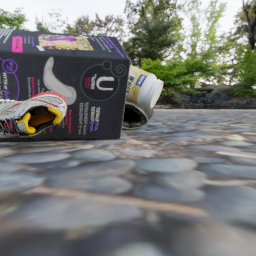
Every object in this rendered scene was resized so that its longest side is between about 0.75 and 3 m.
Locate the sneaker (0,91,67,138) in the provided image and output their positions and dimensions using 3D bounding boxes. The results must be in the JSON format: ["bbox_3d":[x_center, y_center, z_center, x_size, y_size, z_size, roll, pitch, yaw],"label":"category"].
[{"bbox_3d":[-1.801,-0.157,4.544,1.617,0.630,0.664,-19,30,-4],"label":"sneaker"}]

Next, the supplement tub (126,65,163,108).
[{"bbox_3d":[0.299,-1.483,9.825,1.621,1.170,1.170,26,12,14],"label":"supplement tub"}]

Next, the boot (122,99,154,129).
[{"bbox_3d":[0.113,-0.568,9.619,2.659,1.061,2.925,4,4,-18],"label":"boot"}]

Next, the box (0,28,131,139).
[{"bbox_3d":[-1.617,-0.904,5.766,2.980,1.821,1.580,1,32,-13],"label":"box"}]
